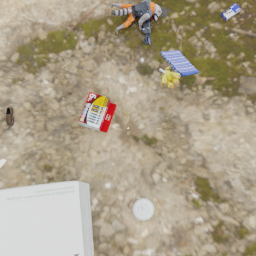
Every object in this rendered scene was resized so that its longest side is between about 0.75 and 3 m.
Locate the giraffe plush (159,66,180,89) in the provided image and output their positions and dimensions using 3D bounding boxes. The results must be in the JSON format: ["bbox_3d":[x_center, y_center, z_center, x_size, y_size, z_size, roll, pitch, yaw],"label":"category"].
[{"bbox_3d":[1.366,-1.656,9.680,0.693,0.651,0.803,-40,80,-10],"label":"giraffe plush"}]

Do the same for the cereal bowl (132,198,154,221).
[{"bbox_3d":[0.595,3.133,10.767,0.848,0.353,0.848,0,78,0],"label":"cereal bowl"}]

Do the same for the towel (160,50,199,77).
[{"bbox_3d":[1.877,-2.374,10.134,0.967,0.159,1.336,-16,59,-33],"label":"towel"}]

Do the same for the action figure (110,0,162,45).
[{"bbox_3d":[0.441,-4.747,12.154,2.159,1.168,2.232,-12,78,6],"label":"action figure"}]

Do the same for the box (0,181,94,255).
[{"bbox_3d":[-2.719,3.366,9.667,2.749,2.366,2.762,-6,77,-1],"label":"box"}]

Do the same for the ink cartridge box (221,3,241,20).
[{"bbox_3d":[4.672,-5.282,12.728,0.830,0.183,0.390,-36,81,-8],"label":"ink cartridge box"}]

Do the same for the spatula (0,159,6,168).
[{"bbox_3d":[-5.572,1.515,11.275,0.800,0.092,1.150,39,81,2],"label":"spatula"}]

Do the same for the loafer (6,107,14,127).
[{"bbox_3d":[-4.937,-0.473,11.589,0.319,0.310,0.874,-10,78,-2],"label":"loafer"}]

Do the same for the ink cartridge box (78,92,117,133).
[{"bbox_3d":[-1.216,-0.634,11.491,1.195,0.571,1.361,17,77,3],"label":"ink cartridge box"}]
